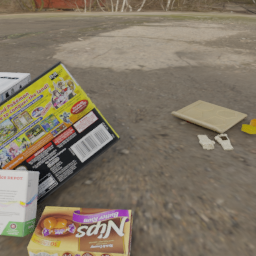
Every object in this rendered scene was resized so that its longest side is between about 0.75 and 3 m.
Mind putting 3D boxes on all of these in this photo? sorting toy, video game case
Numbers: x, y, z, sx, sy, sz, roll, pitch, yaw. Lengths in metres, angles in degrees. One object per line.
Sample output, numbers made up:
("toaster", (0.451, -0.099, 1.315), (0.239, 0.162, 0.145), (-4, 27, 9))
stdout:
("sorting toy", (3.282, -0.263, 9.949), (2.900, 0.388, 2.161), (25, 32, 38))
("video game case", (-1.858, 0.126, 6.404), (2.547, 2.302, 0.325), (-38, 2, -9))

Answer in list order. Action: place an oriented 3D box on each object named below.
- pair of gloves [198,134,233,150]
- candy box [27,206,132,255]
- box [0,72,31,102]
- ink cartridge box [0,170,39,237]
("pair of gloves", (2.730, 0.415, 8.816), (0.981, 0.172, 0.834), (1, 28, 3))
("candy box", (-0.836, 2.068, 5.349), (1.790, 0.505, 1.044), (1, 28, 5))
("box", (-5.376, -1.540, 11.783), (1.612, 0.831, 2.764), (3, 29, 6))
("ink cartridge box", (-2.308, 1.446, 5.557), (0.880, 1.215, 0.510), (1, -8, 10))
